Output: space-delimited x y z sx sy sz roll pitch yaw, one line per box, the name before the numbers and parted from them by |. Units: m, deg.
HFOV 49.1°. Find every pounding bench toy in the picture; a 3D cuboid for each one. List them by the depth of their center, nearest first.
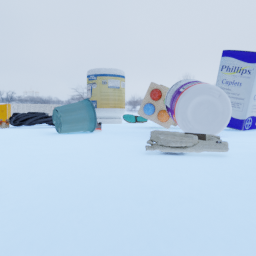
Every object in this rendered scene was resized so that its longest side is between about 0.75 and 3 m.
pounding bench toy | 1.819 -0.734 11.266 2.270 1.410 1.770 27 13 16

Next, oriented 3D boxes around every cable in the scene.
cable | -3.812 -0.309 12.353 2.306 0.718 2.826 7 4 27

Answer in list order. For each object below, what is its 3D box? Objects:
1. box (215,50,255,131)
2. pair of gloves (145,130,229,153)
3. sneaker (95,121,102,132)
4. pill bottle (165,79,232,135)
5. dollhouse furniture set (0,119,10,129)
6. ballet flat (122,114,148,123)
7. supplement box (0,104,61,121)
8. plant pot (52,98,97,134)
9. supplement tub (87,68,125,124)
box | 4.473 -1.370 10.349 2.459 2.674 1.403 -4 17 -41
pair of gloves | 1.010 0.257 4.915 1.328 0.274 1.562 4 6 10
sneaker | -1.239 -0.131 9.015 0.386 0.410 1.001 6 -6 41
pill bottle | 1.797 -0.659 7.897 1.380 1.380 2.476 0 14 -2
dollhouse furniture set | -5.378 -0.246 11.113 1.041 0.542 1.052 0 3 5
ballet flat | 0.364 -0.491 16.259 1.643 0.557 0.594 -1 -17 -24
supplement box | -5.523 -0.802 15.836 2.972 1.093 1.873 -3 4 -37
plant pot | -1.690 -0.312 8.686 1.085 1.107 1.107 -11 9 -33
supplement tub | -1.191 -1.675 15.238 2.105 2.911 2.105 0 2 0
